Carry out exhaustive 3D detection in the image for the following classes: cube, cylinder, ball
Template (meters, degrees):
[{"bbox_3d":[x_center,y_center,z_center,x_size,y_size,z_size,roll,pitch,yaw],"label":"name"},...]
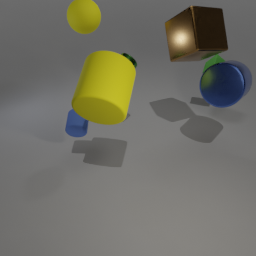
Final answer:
[{"bbox_3d":[2.282,-3.106,9.443,1.400,1.400,1.400,-9,1,-29],"label":"cube"},{"bbox_3d":[-1.652,-0.165,9.153,0.700,0.700,0.700,0,54,1],"label":"cylinder"},{"bbox_3d":[3.241,-1.477,9.233,1.400,1.400,1.400,19,24,27],"label":"cylinder"},{"bbox_3d":[-0.602,-1.006,7.244,1.400,1.400,1.400,7,63,11],"label":"cylinder"},{"bbox_3d":[3.681,-2.502,11.763,0.700,0.700,0.700,34,57,-15],"label":"cube"},{"bbox_3d":[-0.148,-2.149,9.869,0.700,0.700,0.700,27,74,36],"label":"cylinder"},{"bbox_3d":[-1.826,-4.641,11.635,1.400,1.400,1.400,0,32,0],"label":"ball"}]
